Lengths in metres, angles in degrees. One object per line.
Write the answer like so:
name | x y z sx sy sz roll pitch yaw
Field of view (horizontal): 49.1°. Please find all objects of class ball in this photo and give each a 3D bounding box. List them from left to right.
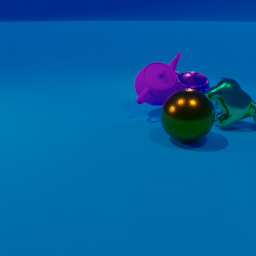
ball | 1.306 -0.272 6.177 1.183 1.183 1.183 0 23 0

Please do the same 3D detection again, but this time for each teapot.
teapot | 0.847 -1.307 7.639 1.223 0.963 1.966 37 66 12
teapot | 1.948 -1.197 8.440 1.256 0.989 2.021 -23 44 -25

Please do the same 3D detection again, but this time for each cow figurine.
cow figurine | 2.833 -0.640 6.865 1.562 1.587 0.871 -30 5 20
